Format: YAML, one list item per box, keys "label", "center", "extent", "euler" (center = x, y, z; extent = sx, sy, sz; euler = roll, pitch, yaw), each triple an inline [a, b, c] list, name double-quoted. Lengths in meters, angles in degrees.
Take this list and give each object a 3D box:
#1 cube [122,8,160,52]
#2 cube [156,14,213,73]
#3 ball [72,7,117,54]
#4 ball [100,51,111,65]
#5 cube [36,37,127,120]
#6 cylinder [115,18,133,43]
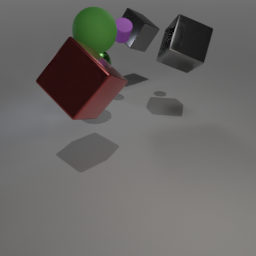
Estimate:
- label: "cube"
  center: [0.419, -4.850, 13.984]
  extent: [1.400, 1.400, 1.400]
  euler: [48, 29, 22]
- label: "cube"
  center: [2.075, -3.075, 10.439]
  extent: [1.400, 1.400, 1.400]
  euler: [18, -7, -11]
- label: "ball"
  center: [-1.042, -3.043, 8.781]
  extent: [1.400, 1.400, 1.400]
  euler: [0, 29, 0]
- label: "ball"
  center: [-1.449, -2.901, 12.645]
  extent: [1.400, 1.400, 1.400]
  euler: [0, 29, 0]
- label: "cube"
  center: [-1.114, -1.176, 7.093]
  extent: [1.400, 1.400, 1.400]
  euler: [45, 13, 10]
- label: "cylinder"
  center: [-0.228, -3.858, 11.113]
  extent: [0.700, 0.700, 0.700]
  euler: [4, 70, -11]
